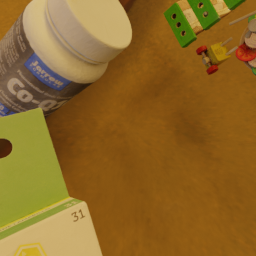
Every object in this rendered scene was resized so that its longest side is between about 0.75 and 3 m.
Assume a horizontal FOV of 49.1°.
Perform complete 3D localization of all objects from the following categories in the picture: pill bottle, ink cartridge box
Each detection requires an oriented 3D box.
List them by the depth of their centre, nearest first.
[{"bbox_3d":[-1.609,1.373,3.675,2.178,0.718,2.993,-19,96,-33],"label":"ink cartridge box"},{"bbox_3d":[-1.451,-1.322,5.294,1.698,2.985,1.698,26,51,-37],"label":"pill bottle"}]

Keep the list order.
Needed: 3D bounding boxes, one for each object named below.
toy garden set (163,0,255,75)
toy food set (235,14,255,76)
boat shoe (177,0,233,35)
[{"bbox_3d":[1.551,-1.797,4.418,0.331,1.661,1.384,-8,69,-52],"label":"toy garden set"},{"bbox_3d":[2.881,-1.674,5.487,1.399,0.344,1.414,9,88,30],"label":"toy food set"},{"bbox_3d":[1.824,-2.949,6.886,0.944,1.006,2.729,57,40,-10],"label":"boat shoe"}]
